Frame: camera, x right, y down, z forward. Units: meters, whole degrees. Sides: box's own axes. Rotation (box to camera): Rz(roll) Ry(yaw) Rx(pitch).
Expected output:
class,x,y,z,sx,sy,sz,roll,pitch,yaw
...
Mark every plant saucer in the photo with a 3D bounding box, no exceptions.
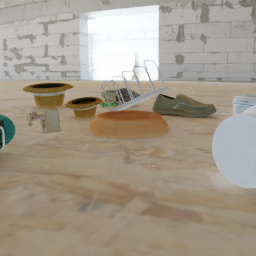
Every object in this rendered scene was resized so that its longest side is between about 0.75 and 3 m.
class,x,y,z,sx,sy,sz,roll,pitch,yaw
plant saucer,0.023,-0.199,8.928,2.564,0.480,2.564,0,11,0

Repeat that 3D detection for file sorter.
class,x,y,z,sx,sy,sz,roll,pitch,yaw
file sorter,0.251,-1.807,12.224,2.336,1.454,1.621,-22,1,27

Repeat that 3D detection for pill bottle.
class,x,y,z,sx,sy,sz,roll,pitch,yaw
pill bottle,2.665,0.217,4.806,2.374,1.374,1.374,-8,15,-32

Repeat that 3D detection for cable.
class,x,y,z,sx,sy,sz,roll,pitch,yaw
cable,5.488,-0.873,11.274,2.390,0.828,2.391,6,13,33

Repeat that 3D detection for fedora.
class,x,y,z,sx,sy,sz,roll,pitch,yaw
fedora,-1.723,-0.792,11.242,1.631,0.665,1.631,-3,19,1
fedora,-3.996,-1.654,14.268,2.681,1.094,2.681,0,16,0

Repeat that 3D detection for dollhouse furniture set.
class,x,y,z,sx,sy,sz,roll,pitch,yaw
dollhouse furniture set,-2.270,-0.099,7.392,0.658,0.562,1.269,-5,-3,-28

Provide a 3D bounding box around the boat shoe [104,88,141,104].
class,x,y,z,sx,sy,sz,roll,pitch,yaw
boat shoe,-0.198,-1.690,14.888,0.907,0.957,2.527,-9,17,-44

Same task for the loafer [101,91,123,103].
class,x,y,z,sx,sy,sz,roll,pitch,yaw
loafer,-0.744,-1.555,13.822,1.213,0.459,0.414,11,-1,-30

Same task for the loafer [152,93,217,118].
class,x,y,z,sx,sy,sz,roll,pitch,yaw
loafer,2.264,-0.960,11.473,2.630,0.887,1.000,4,13,20

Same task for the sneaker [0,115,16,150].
class,x,y,z,sx,sy,sz,roll,pitch,yaw
sneaker,-2.954,0.405,5.201,1.107,0.989,2.770,11,19,18

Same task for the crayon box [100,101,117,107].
class,x,y,z,sx,sy,sz,roll,pitch,yaw
crayon box,-0.978,-1.203,14.202,0.779,0.227,0.462,-5,13,-21
